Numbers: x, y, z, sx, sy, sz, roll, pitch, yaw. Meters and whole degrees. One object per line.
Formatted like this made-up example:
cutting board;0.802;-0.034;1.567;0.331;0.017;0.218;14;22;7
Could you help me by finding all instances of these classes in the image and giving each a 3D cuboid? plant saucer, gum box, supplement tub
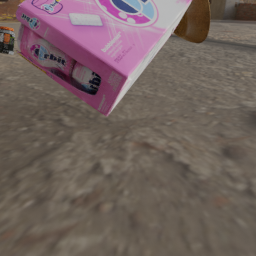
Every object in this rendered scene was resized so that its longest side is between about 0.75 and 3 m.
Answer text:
plant saucer;1.401;-3.650;7.998;0.488;2.757;2.757;-25;29;-4
gum box;-0.251;-1.592;4.360;1.567;0.913;2.762;34;52;0
supplement tub;-3.739;-2.663;8.580;0.489;0.798;0.489;9;8;-1
